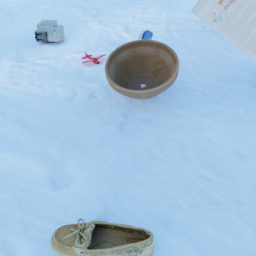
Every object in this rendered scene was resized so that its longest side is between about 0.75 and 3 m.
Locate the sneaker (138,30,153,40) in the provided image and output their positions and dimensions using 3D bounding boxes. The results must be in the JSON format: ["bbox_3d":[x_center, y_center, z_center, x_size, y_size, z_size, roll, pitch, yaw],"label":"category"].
[{"bbox_3d":[0.834,-3.625,12.400,0.875,0.771,1.962,17,52,7],"label":"sneaker"}]

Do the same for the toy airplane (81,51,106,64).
[{"bbox_3d":[-1.567,-2.964,11.949,1.219,0.224,1.219,0,42,0],"label":"toy airplane"}]

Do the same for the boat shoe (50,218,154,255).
[{"bbox_3d":[-0.549,2.269,5.852,2.190,0.686,0.803,1,42,1],"label":"boat shoe"}]

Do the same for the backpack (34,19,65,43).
[{"bbox_3d":[-3.626,-4.536,13.152,1.273,0.976,1.119,9,37,1],"label":"backpack"}]

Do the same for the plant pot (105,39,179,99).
[{"bbox_3d":[0.513,-1.841,9.817,2.522,1.164,2.522,-4,56,6],"label":"plant pot"}]

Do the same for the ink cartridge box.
[{"bbox_3d":[3.320,-3.329,7.664,2.462,1.971,0.582,37,33,2],"label":"ink cartridge box"}]
